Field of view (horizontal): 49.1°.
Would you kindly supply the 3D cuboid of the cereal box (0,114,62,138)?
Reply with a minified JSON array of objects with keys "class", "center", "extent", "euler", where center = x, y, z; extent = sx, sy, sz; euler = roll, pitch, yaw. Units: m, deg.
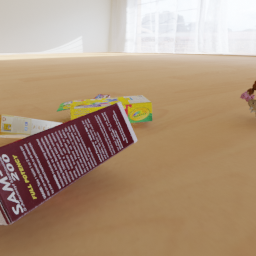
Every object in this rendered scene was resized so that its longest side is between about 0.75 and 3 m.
[{"class":"cereal box","center":[-2.464,0.007,6.022],"extent":[1.475,0.405,2.051],"euler":[-1,-5,24]}]

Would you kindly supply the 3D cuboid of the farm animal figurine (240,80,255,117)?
[{"class":"farm animal figurine","center":[3.913,-0.655,8.156],"extent":[1.351,0.842,1.674],"euler":[35,-4,17]}]

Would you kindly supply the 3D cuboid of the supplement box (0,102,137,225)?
[{"class":"supplement box","center":[-1.216,0.468,4.351],"extent":[1.511,0.846,2.777],"euler":[-21,5,34]}]

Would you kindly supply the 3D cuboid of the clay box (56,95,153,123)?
[{"class":"clay box","center":[-0.708,-0.514,8.390],"extent":[2.637,0.628,1.515],"euler":[-6,15,-5]}]

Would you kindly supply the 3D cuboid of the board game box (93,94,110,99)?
[{"class":"board game box","center":[-1.076,-1.231,11.474],"extent":[0.512,0.097,0.994],"euler":[6,19,6]}]
